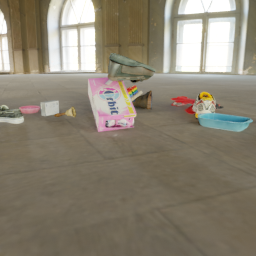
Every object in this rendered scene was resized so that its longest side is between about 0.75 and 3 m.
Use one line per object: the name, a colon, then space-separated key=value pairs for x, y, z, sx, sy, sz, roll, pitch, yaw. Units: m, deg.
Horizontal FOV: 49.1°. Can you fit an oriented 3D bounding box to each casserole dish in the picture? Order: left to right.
casserole dish: x=3.680 y=-0.231 z=10.778 sx=2.063 sy=0.400 sz=1.250 roll=12 pitch=18 yaw=37

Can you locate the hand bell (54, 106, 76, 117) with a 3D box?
hand bell: x=-2.875 y=-0.639 z=12.620 sx=0.950 sy=0.495 sz=0.495 roll=-10 pitch=12 yaw=11

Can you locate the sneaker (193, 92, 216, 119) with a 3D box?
sneaker: x=3.585 y=-1.141 z=12.842 sx=1.033 sy=1.090 sz=2.653 roll=4 pitch=15 yaw=6

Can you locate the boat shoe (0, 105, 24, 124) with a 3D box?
boat shoe: x=-5.167 y=-0.632 z=11.744 sx=1.952 sy=0.692 sz=0.704 roll=5 pitch=15 yaw=21

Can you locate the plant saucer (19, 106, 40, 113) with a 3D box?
plant saucer: x=-4.812 y=-0.902 z=13.738 sx=0.992 sy=0.252 sz=0.992 roll=1 pitch=14 yaw=0

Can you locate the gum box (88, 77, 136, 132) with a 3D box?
gum box: x=-0.649 y=-0.920 z=10.534 sx=1.340 sy=0.781 sz=2.362 roll=-7 pitch=47 yaw=-14

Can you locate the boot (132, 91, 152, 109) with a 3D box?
boot: x=0.730 y=-1.588 z=15.224 sx=1.130 sy=0.871 sz=2.331 roll=3 pitch=16 yaw=2

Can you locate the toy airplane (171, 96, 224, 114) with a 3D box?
toy airplane: x=3.542 y=-1.294 z=14.672 sx=2.996 sy=0.551 sz=2.996 roll=-1 pitch=15 yaw=0

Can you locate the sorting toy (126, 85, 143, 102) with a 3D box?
sorting toy: x=-0.307 y=-1.627 z=14.479 sx=1.584 sy=0.551 sz=1.575 roll=-12 pitch=18 yaw=34

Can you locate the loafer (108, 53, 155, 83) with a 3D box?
loafer: x=0.083 y=-2.013 z=10.019 sx=0.996 sy=0.872 sz=2.771 roll=27 pitch=15 yaw=25

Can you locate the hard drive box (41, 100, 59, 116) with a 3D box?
hard drive box: x=-3.639 y=-0.935 z=13.085 sx=0.312 sy=0.633 sz=0.813 roll=9 pitch=16 yaw=33
